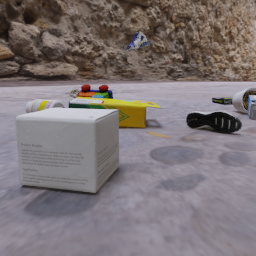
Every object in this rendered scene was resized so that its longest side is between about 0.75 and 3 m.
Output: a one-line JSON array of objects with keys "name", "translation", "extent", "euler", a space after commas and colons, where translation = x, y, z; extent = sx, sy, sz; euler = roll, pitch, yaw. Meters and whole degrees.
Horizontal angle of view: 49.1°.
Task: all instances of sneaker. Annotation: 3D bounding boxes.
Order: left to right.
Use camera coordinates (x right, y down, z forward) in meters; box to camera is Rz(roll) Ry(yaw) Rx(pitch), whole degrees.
[{"name": "sneaker", "translation": [0.309, -3.133, 10.035], "extent": [0.989, 0.571, 0.400], "euler": [-30, 18, -34]}, {"name": "sneaker", "translation": [2.409, -0.207, 7.762], "extent": [0.620, 0.578, 1.564], "euler": [-4, 11, -43]}]

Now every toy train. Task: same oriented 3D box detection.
[{"name": "toy train", "translation": [-1.963, -1.129, 11.559], "extent": [2.453, 1.038, 1.419], "euler": [5, 26, 24]}]

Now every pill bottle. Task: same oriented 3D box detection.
[{"name": "pill bottle", "translation": [-2.787, -0.599, 9.329], "extent": [1.329, 0.693, 0.693], "euler": [8, 14, 31]}]

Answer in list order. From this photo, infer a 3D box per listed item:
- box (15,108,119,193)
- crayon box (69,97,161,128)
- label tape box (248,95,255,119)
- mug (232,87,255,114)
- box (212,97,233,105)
[{"name": "box", "translation": [-0.845, 0.251, 4.285], "extent": [1.190, 1.024, 1.196], "euler": [3, 12, 14]}, {"name": "crayon box", "translation": [-0.383, -0.511, 8.710], "extent": [2.633, 0.669, 1.671], "euler": [3, 11, -1]}, {"name": "label tape box", "translation": [5.228, -0.711, 9.760], "extent": [1.886, 0.623, 1.351], "euler": [2, 19, 19]}, {"name": "mug", "translation": [4.766, -0.976, 11.058], "extent": [1.286, 1.030, 1.055], "euler": [40, -3, -8]}, {"name": "box", "translation": [5.085, -1.390, 14.246], "extent": [1.190, 0.283, 1.149], "euler": [-3, 9, -13]}]
